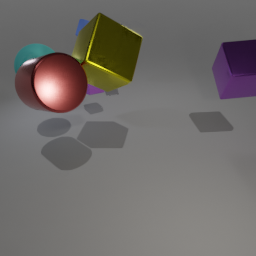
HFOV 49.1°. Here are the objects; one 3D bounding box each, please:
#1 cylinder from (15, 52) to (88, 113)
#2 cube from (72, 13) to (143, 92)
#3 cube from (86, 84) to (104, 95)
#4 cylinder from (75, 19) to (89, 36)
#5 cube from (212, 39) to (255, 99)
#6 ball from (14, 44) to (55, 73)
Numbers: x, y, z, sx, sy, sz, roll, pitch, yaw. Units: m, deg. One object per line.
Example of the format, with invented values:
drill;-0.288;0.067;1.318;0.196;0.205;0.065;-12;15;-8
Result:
cylinder;-1.941;-1.109;7.031;1.400;1.400;1.400;-22;19;-33
cube;-0.657;-1.986;7.718;1.400;1.400;1.400;20;-14;-28
cube;-1.484;-1.827;11.794;0.700;0.700;0.700;-15;20;-27
cylinder;-1.897;-4.353;12.402;0.700;0.700;0.700;17;6;-2
cube;3.823;-1.957;9.472;1.400;1.400;1.400;-5;65;-1
ball;-2.807;-1.909;8.750;1.400;1.400;1.400;0;31;0
